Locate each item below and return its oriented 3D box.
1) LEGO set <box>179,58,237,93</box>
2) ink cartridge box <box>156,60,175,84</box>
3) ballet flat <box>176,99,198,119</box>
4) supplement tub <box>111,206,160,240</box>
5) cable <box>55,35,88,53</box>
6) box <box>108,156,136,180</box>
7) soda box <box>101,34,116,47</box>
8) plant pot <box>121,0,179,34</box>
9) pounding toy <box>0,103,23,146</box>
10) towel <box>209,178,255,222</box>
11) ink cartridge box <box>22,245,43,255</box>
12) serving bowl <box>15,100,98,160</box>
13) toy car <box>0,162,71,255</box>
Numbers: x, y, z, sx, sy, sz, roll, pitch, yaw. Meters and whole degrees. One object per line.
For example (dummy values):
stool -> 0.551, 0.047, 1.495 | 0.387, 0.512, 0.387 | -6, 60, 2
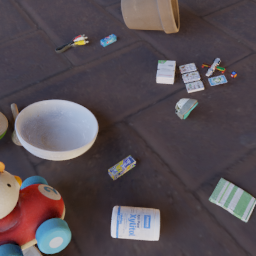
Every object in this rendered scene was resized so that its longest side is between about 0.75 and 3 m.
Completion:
LEGO set -> 3.398, -2.222, 11.882 | 2.131, 0.523, 1.592 | -13, 53, 4
ink cartridge box -> 1.599, -2.359, 11.807 | 0.721, 0.416, 0.987 | 6, 58, 9
ballet flat -> 1.940, -0.717, 9.726 | 0.573, 1.798, 0.606 | 43, 84, 8
supplement tub -> 0.208, 2.618, 7.722 | 1.284, 0.847, 0.847 | 2, 52, 3
cable -> -2.699, -4.020, 13.169 | 1.613, 0.406, 0.783 | -20, 55, -15
box -> -0.187, 1.287, 9.110 | 0.907, 0.292, 0.318 | -31, 58, -23
soda box -> -0.926, -4.198, 13.401 | 0.767, 0.260, 0.246 | -35, 60, -23
plant pot -> 1.055, -5.810, 13.430 | 2.423, 2.778, 2.778 | -5, 50, 20
pounding toy -> -5.005, 0.252, 9.537 | 2.849, 1.322, 2.199 | -5, 39, -39
towel -> 3.203, 2.176, 8.523 | 1.208, 0.141, 0.921 | 30, 58, 22
ink cartridge box -> -2.724, 3.669, 7.100 | 1.105, 0.528, 1.258 | 37, 61, 25
serving bowl -> -2.359, 0.162, 9.435 | 2.655, 0.873, 2.655 | 8, 39, -7
toy car -> -2.958, 1.732, 6.866 | 2.318, 2.620, 2.415 | -26, 35, -19
